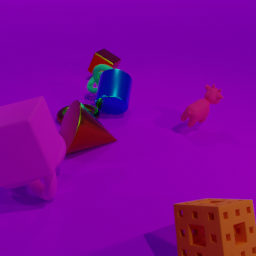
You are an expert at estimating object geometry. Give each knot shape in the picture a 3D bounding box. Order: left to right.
[{"bbox_3d":[-1.799,0.801,5.587,1.497,0.692,1.401,-50,52,-2],"label":"knot shape"},{"bbox_3d":[-0.984,-1.600,9.972,0.623,1.349,1.262,-12,21,-38],"label":"knot shape"}]

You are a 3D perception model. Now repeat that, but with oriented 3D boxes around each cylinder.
[{"bbox_3d":[-0.446,-1.137,8.879,1.062,1.062,1.062,4,63,8],"label":"cylinder"}]

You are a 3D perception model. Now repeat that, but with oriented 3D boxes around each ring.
[{"bbox_3d":[-1.562,-0.418,8.795,1.351,0.270,1.351,0,28,0],"label":"ring"}]

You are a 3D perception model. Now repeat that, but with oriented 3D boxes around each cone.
[{"bbox_3d":[-0.881,0.158,7.252,1.417,1.412,1.412,17,18,-28],"label":"cone"}]

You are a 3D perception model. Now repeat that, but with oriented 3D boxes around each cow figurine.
[{"bbox_3d":[2.052,-0.633,7.730,1.136,1.118,0.624,-22,56,-39],"label":"cow figurine"}]

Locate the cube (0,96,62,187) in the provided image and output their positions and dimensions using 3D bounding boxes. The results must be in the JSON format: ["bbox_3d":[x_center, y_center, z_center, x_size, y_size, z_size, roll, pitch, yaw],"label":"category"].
[{"bbox_3d":[-1.816,0.209,4.699,1.022,1.022,1.022,-14,27,3],"label":"cube"}]

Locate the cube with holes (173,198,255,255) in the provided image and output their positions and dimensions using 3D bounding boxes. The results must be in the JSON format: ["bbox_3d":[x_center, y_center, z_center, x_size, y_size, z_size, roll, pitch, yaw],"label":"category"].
[{"bbox_3d":[1.191,1.400,3.821,0.764,0.764,0.764,3,-12,-36],"label":"cube with holes"}]

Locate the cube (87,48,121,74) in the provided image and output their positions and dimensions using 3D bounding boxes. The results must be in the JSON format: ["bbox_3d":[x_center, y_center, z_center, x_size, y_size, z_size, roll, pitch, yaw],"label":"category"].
[{"bbox_3d":[-1.037,-2.766,12.279,0.948,0.948,0.948,34,34,4],"label":"cube"}]
